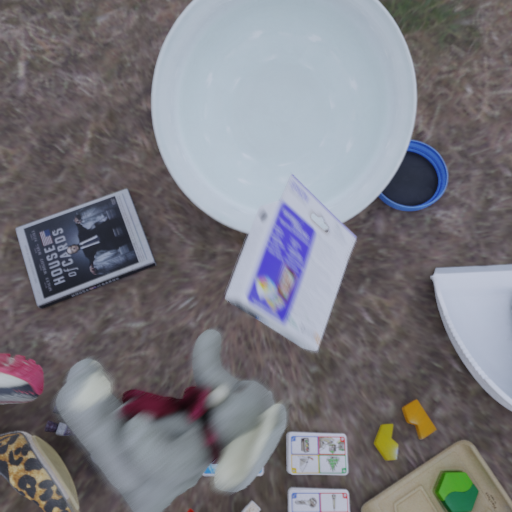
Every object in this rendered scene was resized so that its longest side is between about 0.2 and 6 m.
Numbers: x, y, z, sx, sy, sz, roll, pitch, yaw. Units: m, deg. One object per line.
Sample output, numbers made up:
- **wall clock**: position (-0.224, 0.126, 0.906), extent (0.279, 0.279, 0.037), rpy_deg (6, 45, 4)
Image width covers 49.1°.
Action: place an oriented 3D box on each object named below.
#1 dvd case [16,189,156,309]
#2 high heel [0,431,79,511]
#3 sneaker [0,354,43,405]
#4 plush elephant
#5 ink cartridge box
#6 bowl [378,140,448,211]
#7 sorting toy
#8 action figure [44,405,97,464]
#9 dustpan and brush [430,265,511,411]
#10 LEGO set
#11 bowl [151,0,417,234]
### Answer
- **dvd case**: position (-2.619, -0.138, 8.602), extent (1.828, 0.226, 1.374), rpy_deg (-21, 71, -8)
- **high heel**: position (-3.498, 2.944, 7.003), extent (2.633, 0.940, 1.877), rpy_deg (35, 66, 29)
- **sneaker**: position (-3.669, 1.697, 6.001), extent (2.792, 1.126, 1.043), rpy_deg (-13, 86, -4)
- **plush elephant**: position (-0.603, 1.597, 5.427), extent (1.755, 1.867, 2.267), rpy_deg (-33, 87, -17)
- **ink cartridge box**: position (0.354, 0.084, 4.939), extent (0.258, 1.176, 1.187), rpy_deg (7, 68, 44)
- **bowl**: position (2.439, -1.286, 9.019), extent (1.230, 0.241, 1.230), rpy_deg (0, 70, 0)
- **sorting toy**: position (2.322, 3.226, 7.297), extent (1.782, 0.320, 2.391), rpy_deg (-28, 72, -10)
- **action figure**: position (-2.198, 2.354, 7.600), extent (1.205, 0.418, 0.784), rpy_deg (19, 64, 3)
- **dustpan and brush**: position (4.062, 1.789, 7.395), extent (2.762, 1.133, 3.958), rpy_deg (-3, 70, -1)
- **LEGO set**: position (-0.085, 3.320, 7.291), extent (2.606, 0.640, 1.947), rpy_deg (4, 68, -10)
- **bowl**: position (0.362, -2.155, 8.266), extent (3.618, 1.626, 3.618), rpy_deg (0, 101, -1)
